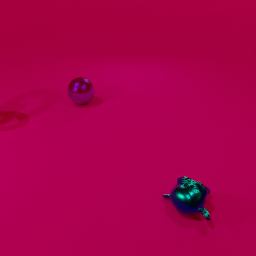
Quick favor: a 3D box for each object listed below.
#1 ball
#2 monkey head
[{"bbox_3d":[-1.605,-1.272,9.570,0.929,0.929,0.929,0,32,0],"label":"ball"},{"bbox_3d":[1.294,1.409,5.685,0.849,0.711,1.180,24,-5,-43],"label":"monkey head"}]
